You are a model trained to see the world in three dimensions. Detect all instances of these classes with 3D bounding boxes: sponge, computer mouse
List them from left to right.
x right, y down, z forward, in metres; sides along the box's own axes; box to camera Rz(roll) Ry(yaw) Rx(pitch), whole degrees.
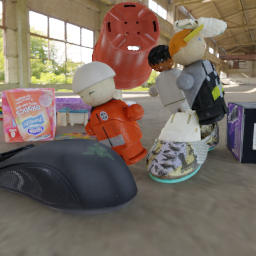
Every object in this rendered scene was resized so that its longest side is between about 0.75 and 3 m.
[{"bbox_3d":[-1.115,0.470,3.748,2.639,0.696,1.827,5,9,28],"label":"computer mouse"},{"bbox_3d":[-1.941,-0.739,10.655,1.970,0.294,1.099,2,-31,20],"label":"sponge"}]

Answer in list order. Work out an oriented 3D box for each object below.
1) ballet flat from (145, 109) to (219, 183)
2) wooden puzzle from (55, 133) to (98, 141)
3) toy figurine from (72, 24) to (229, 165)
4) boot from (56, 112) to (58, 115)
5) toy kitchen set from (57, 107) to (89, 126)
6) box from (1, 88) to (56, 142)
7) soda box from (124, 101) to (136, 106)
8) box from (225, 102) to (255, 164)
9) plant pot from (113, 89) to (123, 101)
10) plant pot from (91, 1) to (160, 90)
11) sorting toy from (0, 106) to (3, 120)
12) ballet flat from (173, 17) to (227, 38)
[{"bbox_3d":[1.036,0.143,5.072,0.989,0.989,2.749,5,11,27],"label":"ballet flat"},{"bbox_3d":[-1.269,0.240,7.071,1.404,0.099,0.833,9,13,43],"label":"wooden puzzle"},{"bbox_3d":[0.290,-0.665,5.158,2.446,1.728,2.485,-26,8,-2],"label":"toy figurine"},{"bbox_3d":[-2.489,-0.799,12.540,1.592,0.511,1.484,-3,7,11],"label":"boot"},{"bbox_3d":[-1.589,-0.633,9.813,1.624,0.957,1.301,0,9,-4],"label":"toy kitchen set"},{"bbox_3d":[-2.643,-0.461,7.816,1.178,1.277,2.488,-3,11,-13],"label":"box"},{"bbox_3d":[-0.352,-0.820,12.115,0.555,0.593,1.743,6,11,35],"label":"soda box"},{"bbox_3d":[2.414,0.034,5.466,0.725,1.028,1.390,1,8,8],"label":"box"},{"bbox_3d":[-0.870,-1.596,14.330,1.564,1.431,1.564,0,9,0],"label":"plant pot"},{"bbox_3d":[-0.030,-3.171,10.765,2.718,2.718,2.643,-1,-11,-9],"label":"plant pot"},{"bbox_3d":[-4.845,-0.701,11.804,1.338,0.469,2.775,1,10,10],"label":"sorting toy"},{"bbox_3d":[2.400,-3.533,9.775,1.958,0.703,0.703,12,15,42],"label":"ballet flat"}]
